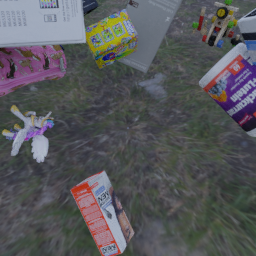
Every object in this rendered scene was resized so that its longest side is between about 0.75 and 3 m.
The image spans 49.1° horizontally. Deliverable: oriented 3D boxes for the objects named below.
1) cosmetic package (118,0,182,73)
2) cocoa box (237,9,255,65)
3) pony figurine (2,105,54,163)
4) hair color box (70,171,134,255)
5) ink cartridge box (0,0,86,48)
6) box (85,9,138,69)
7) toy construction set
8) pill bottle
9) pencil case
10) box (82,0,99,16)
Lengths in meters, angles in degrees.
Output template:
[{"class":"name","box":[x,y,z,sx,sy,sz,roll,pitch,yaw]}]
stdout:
[{"class":"cosmetic package","box":[0.477,-2.989,7.987,1.323,2.476,1.117,20,37,-6]},{"class":"cocoa box","box":[2.576,-1.641,4.359,1.283,0.842,0.855,-35,23,-8]},{"class":"pony figurine","box":[-2.036,0.083,5.682,1.078,0.897,1.040,13,81,28]},{"class":"hair color box","box":[-0.373,1.313,4.363,0.365,1.143,0.634,-25,0,20]},{"class":"ink cartridge box","box":[-2.092,-2.029,4.896,2.309,1.103,2.630,-8,21,-15]},{"class":"box","box":[-0.398,-2.070,6.675,1.097,1.139,0.695,-27,88,0]},{"class":"toy construction set","box":[2.473,-2.990,7.622,1.266,1.167,1.518,-18,43,-27]},{"class":"pill bottle","box":[2.414,-0.536,5.299,1.975,1.100,1.100,47,56,6]},{"class":"pencil case","box":[-2.616,-1.423,6.556,1.229,1.176,2.841,-14,14,28]},{"class":"box","box":[-2.293,-4.688,9.287,1.183,2.269,1.679,-15,25,34]}]
